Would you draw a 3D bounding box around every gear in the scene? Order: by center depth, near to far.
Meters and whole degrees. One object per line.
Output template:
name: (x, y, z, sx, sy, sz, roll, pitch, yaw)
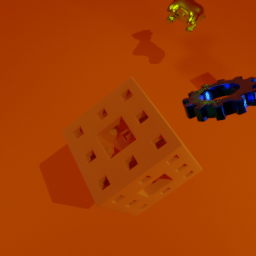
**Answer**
gear: (1.678, -0.546, 5.050, 1.353, 0.250, 1.353, -19, 21, 8)

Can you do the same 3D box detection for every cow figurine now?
cow figurine: (1.778, -3.815, 8.504, 1.547, 0.849, 1.523, 35, 82, 13)

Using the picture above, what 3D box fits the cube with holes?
cube with holes: (0.095, 0.348, 4.256, 1.307, 1.307, 1.307, -37, 58, 7)
